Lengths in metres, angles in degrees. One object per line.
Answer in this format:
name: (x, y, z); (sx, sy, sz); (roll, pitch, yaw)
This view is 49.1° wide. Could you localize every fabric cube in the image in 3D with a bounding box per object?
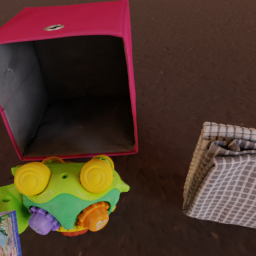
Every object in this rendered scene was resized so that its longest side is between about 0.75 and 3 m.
fabric cube: (-1.286, -1.297, 6.990); (2.913, 2.969, 2.959); (-3, 36, 4)

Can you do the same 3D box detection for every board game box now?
board game box: (-1.798, 1.810, 3.770); (0.243, 1.179, 1.176); (-11, -6, 2)

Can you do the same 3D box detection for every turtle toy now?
turtle toy: (-1.309, 1.238, 5.095); (2.676, 1.353, 1.950); (-3, -2, -2)

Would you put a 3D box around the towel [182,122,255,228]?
towel: (1.962, 0.962, 4.889); (1.713, 2.069, 0.885); (9, 45, 4)
